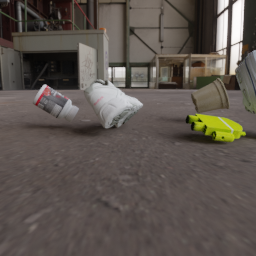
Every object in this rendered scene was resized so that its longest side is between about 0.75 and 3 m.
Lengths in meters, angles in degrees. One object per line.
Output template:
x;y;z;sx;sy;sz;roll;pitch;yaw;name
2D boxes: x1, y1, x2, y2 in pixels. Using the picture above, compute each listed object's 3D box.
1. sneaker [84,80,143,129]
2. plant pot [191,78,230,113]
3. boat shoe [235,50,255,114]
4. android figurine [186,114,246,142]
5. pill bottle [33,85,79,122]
-0.434;-0.815;8.027;1.088;1.388;2.793;-41;-6;6;sneaker
2.775;-1.007;9.631;1.027;1.122;1.122;-20;7;7;plant pot
3.600;-0.794;7.546;1.011;2.749;0.918;16;-35;-22;boat shoe
2.147;-0.029;6.804;1.401;0.288;1.275;8;22;-11;android figurine
-2.140;-0.697;8.405;1.244;0.689;0.689;32;2;-14;pill bottle
